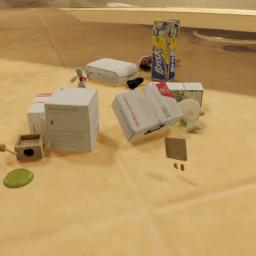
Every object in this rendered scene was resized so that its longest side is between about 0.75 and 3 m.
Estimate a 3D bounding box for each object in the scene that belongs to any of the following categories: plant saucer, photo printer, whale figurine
[{"bbox_3d":[-2.919,1.300,7.450,0.785,0.122,0.785,0,30,0],"label":"plant saucer"},{"bbox_3d":[-0.746,-2.882,14.225,2.263,0.786,1.883,18,33,28],"label":"photo printer"},{"bbox_3d":[2.215,-0.373,10.036,1.094,0.713,1.375,-12,52,3],"label":"whale figurine"}]

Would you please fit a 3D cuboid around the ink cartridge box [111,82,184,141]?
[{"bbox_3d":[0.620,-0.577,9.310,1.945,0.805,1.417,-18,73,-24],"label":"ink cartridge box"}]

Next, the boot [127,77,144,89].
[{"bbox_3d":[0.402,-2.113,13.302,0.891,0.340,0.748,-12,27,-7],"label":"boot"}]

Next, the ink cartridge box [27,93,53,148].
[{"bbox_3d":[-2.815,-0.283,9.252,0.650,1.121,1.925,-2,29,-3],"label":"ink cartridge box"}]

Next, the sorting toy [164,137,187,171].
[{"bbox_3d":[1.274,0.670,7.341,0.645,0.866,0.116,4,15,45],"label":"sorting toy"}]

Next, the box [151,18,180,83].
[{"bbox_3d":[1.788,-3.730,13.583,1.013,2.891,0.929,17,33,28],"label":"box"}]

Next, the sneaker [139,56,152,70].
[{"bbox_3d":[1.514,-3.641,15.559,1.984,0.751,1.146,-13,33,24],"label":"sneaker"}]

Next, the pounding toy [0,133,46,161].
[{"bbox_3d":[-3.086,0.665,8.143,1.192,0.545,1.047,-4,30,-7],"label":"pounding toy"}]

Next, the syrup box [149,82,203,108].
[{"bbox_3d":[1.915,-1.336,11.416,2.108,0.830,0.859,2,29,4],"label":"syrup box"}]

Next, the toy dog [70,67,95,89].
[{"bbox_3d":[-2.032,-1.890,12.101,0.910,1.379,0.664,10,7,-26],"label":"toy dog"}]

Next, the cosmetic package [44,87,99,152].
[{"bbox_3d":[-1.678,-0.291,8.761,1.339,1.601,1.331,3,29,6],"label":"cosmetic package"}]

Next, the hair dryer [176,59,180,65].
[{"bbox_3d":[2.400,-3.930,16.406,1.357,0.369,1.033,3,42,0],"label":"hair dryer"}]
